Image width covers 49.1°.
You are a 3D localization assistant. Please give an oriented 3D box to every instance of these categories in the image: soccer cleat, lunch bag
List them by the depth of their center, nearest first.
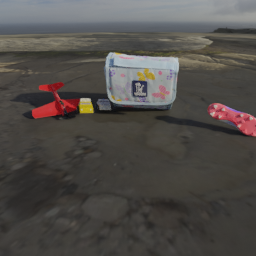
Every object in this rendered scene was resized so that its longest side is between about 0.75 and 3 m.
[{"bbox_3d":[3.255,-0.288,8.529,1.726,0.576,0.660,25,17,9],"label":"soccer cleat"},{"bbox_3d":[0.471,-1.551,9.471,2.287,1.714,2.697,5,-11,4],"label":"lunch bag"}]

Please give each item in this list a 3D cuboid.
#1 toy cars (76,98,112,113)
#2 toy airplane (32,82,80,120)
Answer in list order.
[{"bbox_3d":[-1.157,-0.836,9.807,0.944,0.466,2.105,8,12,27],"label":"toy cars"},{"bbox_3d":[-2.494,-1.022,10.107,2.075,0.382,2.075,6,45,-6],"label":"toy airplane"}]
